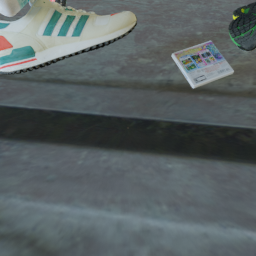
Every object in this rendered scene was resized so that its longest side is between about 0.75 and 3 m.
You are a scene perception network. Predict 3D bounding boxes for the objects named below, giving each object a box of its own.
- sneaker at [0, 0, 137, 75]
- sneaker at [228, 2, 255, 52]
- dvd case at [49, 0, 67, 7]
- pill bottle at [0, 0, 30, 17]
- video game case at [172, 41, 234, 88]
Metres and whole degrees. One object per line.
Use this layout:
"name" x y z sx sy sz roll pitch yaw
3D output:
"sneaker" -1.241 -2.042 5.364 2.906 1.358 1.023 -22 16 -11
"sneaker" 2.618 -2.014 5.843 0.753 0.822 1.931 -13 28 33
"dvd case" -1.926 -3.865 7.429 0.324 2.948 2.152 7 4 -29
"pill bottle" -1.674 -2.718 4.509 0.952 0.952 1.719 31 76 35
"video game case" 1.854 -1.606 6.978 1.188 0.141 1.081 -21 67 -14
